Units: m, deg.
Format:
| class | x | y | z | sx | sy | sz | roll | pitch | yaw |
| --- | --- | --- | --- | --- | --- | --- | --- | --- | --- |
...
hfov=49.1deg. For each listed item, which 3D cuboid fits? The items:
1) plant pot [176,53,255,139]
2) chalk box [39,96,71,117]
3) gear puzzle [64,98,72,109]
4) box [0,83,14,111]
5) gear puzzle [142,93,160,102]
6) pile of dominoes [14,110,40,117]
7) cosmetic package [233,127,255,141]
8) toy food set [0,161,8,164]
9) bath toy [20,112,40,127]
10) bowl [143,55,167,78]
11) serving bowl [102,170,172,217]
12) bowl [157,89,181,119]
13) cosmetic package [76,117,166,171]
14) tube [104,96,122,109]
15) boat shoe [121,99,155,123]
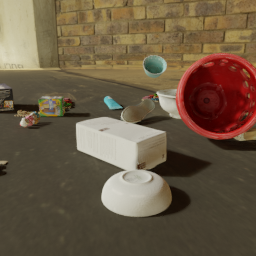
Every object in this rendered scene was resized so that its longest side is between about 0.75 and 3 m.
| class | x | y | z | sx | sy | sz | roll | pitch | yaw |
| --- | --- | --- | --- | --- | --- | --- | --- | --- | --- |
| plant pot | 3.066 | -1.017 | 10.048 | 2.775 | 2.775 | 2.527 | 2 | 0 | 5 |
| chalk box | -3.547 | -1.069 | 13.732 | 1.411 | 0.873 | 0.878 | 0 | 14 | -4 |
| gear puzzle | -3.901 | -1.383 | 15.710 | 1.464 | 0.370 | 2.826 | -3 | 16 | -9 |
| box | -7.136 | -1.675 | 15.150 | 1.419 | 1.232 | 2.147 | -10 | 19 | -31 |
| gear puzzle | 1.994 | -2.077 | 18.232 | 1.293 | 0.327 | 2.497 | 9 | 18 | 30 |
| pile of dominoes | -4.910 | -0.742 | 13.824 | 1.111 | 0.177 | 0.866 | 3 | 16 | 11 |
| cosmetic package | 4.340 | 0.215 | 10.173 | 0.924 | 0.328 | 0.486 | -5 | 16 | -16 |
| toy food set | -3.904 | 1.030 | 7.410 | 0.921 | 0.268 | 1.334 | 2 | 16 | 5 |
| bath toy | -4.179 | -0.315 | 11.914 | 0.416 | 0.489 | 1.126 | -30 | 9 | 23 |
| bowl | 1.224 | -2.815 | 13.223 | 1.119 | 1.119 | 0.585 | -2 | -25 | -6 |
| serving bowl | 0.184 | 1.285 | 6.096 | 1.536 | 0.505 | 1.536 | -1 | 16 | 0 |
| bowl | 2.645 | -1.132 | 13.389 | 2.580 | 1.159 | 2.580 | -1 | 16 | 0 |
| cosmetic package | -0.264 | 0.402 | 8.375 | 2.629 | 0.973 | 1.337 | 13 | 21 | 42 |
| tube | -0.896 | -1.350 | 15.611 | 0.692 | 0.450 | 1.787 | -13 | 24 | -15 |
| boat shoe | 0.382 | -0.633 | 12.600 | 2.241 | 0.847 | 0.676 | -26 | -12 | -44 |
